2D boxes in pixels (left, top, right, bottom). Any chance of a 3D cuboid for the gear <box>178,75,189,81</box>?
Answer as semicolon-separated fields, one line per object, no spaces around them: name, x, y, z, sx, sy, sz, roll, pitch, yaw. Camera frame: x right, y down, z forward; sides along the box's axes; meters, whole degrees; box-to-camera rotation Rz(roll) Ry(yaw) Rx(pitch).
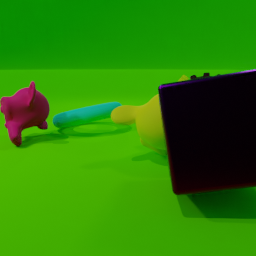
gear;1.741;-1.367;10.269;0.232;1.257;1.257;38;20;5

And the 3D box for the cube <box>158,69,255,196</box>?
cube;1.056;0.061;3.479;1.205;1.205;1.205;-8;-3;7

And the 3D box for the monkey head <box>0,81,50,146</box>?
monkey head;-2.121;-0.246;5.940;0.967;1.155;1.605;-14;-28;-13

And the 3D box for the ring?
ring;-1.015;-0.330;7.170;1.806;0.361;1.806;-12;4;1

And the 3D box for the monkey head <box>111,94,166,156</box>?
monkey head;0.759;-0.268;4.915;1.995;1.202;1.435;-6;55;7

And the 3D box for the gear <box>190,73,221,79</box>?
gear;2.035;-0.897;7.514;1.537;0.284;1.537;-10;45;11
